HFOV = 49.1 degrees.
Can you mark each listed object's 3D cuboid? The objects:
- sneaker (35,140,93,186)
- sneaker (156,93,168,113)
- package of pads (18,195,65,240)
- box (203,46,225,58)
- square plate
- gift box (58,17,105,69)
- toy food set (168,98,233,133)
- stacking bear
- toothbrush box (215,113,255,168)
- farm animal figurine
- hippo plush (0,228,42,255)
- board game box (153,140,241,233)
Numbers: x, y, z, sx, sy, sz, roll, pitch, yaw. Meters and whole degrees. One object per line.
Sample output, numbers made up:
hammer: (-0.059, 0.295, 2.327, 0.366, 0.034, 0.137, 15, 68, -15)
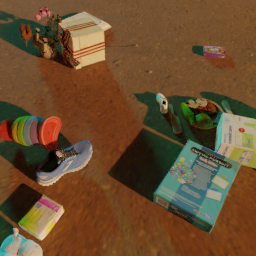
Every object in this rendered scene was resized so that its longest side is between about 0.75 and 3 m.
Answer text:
sneaker: (-1.935, 0.973, 8.634, 1.995, 0.889, 0.784, -34, 63, -26)
sneaker: (1.364, -1.058, 10.907, 0.363, 0.414, 1.034, -9, 47, -6)
package of pads: (-2.353, 2.465, 7.740, 0.795, 0.351, 1.030, 23, 52, 21)
box: (4.118, -3.644, 13.395, 0.982, 0.192, 0.672, 6, 48, 5)
square plate: (-2.508, -5.524, 15.024, 2.339, 0.333, 2.317, -36, 57, -28)
gift box: (-2.101, -3.790, 12.489, 1.779, 1.758, 1.905, -23, 46, -22)
toy food set: (2.805, -0.605, 10.424, 2.486, 0.499, 1.716, -5, 48, -5)
stacking bear: (-3.396, 0.096, 9.315, 1.926, 1.095, 1.170, 4, 76, 16)
toothbrush box: (3.968, 0.452, 9.201, 1.994, 0.858, 1.452, 13, 49, 10)
farm animal figurine: (-3.919, -4.482, 13.565, 2.124, 1.323, 2.630, 26, 47, -2)
hippo plush: (-2.831, 3.303, 6.633, 1.718, 1.368, 1.381, 14, 24, 11)
board game box: (2.088, 1.628, 8.356, 1.767, 0.549, 2.340, 26, 53, 21)
